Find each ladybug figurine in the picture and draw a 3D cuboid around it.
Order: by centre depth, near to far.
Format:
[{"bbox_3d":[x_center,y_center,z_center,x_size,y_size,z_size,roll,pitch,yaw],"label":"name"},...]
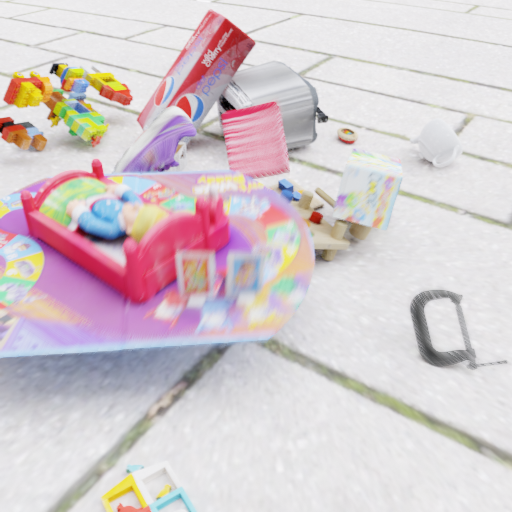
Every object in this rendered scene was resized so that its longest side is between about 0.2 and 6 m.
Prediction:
[{"bbox_3d":[2.409,-3.155,14.770,0.485,0.257,0.714,-16,40,-20],"label":"ladybug figurine"}]

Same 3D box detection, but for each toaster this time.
[{"bbox_3d":[0.249,-3.709,14.318,2.005,1.764,3.104,-18,43,-16],"label":"toaster"}]

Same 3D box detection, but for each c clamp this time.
[{"bbox_3d":[2.991,1.119,8.521,1.156,1.354,0.183,-21,-8,22],"label":"c clamp"}]

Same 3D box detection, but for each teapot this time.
[{"bbox_3d":[4.375,-2.678,13.639,0.880,1.205,1.190,-37,82,10],"label":"teapot"}]

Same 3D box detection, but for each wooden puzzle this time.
[{"bbox_3d":[0.600,-1.284,12.253,1.389,0.322,1.287,-20,41,-24],"label":"wooden puzzle"}]

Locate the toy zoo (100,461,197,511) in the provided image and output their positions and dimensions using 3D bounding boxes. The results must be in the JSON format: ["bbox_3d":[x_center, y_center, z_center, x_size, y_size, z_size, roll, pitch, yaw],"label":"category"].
[{"bbox_3d":[-1.253,3.051,6.687,0.906,0.141,1.382,-22,43,-26],"label":"toy zoo"}]

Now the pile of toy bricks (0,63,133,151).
[{"bbox_3d":[-4.645,-3.549,14.327,1.926,2.164,3.901,38,27,3],"label":"pile of toy bricks"}]

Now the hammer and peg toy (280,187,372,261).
[{"bbox_3d":[0.972,-0.628,10.863,2.378,0.839,1.749,0,32,-34],"label":"hammer and peg toy"}]

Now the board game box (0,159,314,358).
[{"bbox_3d":[-1.927,-0.592,8.579,5.696,1.109,4.501,-2,38,-6],"label":"board game box"}]

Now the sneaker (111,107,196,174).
[{"bbox_3d":[-2.229,-2.034,11.886,2.408,1.005,0.971,-46,13,5],"label":"sneaker"}]

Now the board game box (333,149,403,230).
[{"bbox_3d":[2.187,-1.356,10.921,1.032,1.051,2.004,15,21,7],"label":"board game box"}]

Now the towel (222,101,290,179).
[{"bbox_3d":[-0.023,-2.304,11.239,1.206,0.188,1.668,-10,67,4],"label":"towel"}]

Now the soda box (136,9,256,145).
[{"bbox_3d":[-1.534,-4.265,13.823,1.066,3.362,1.177,25,18,-38],"label":"soda box"}]

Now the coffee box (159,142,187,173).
[{"bbox_3d":[-2.291,-2.105,13.084,0.886,0.617,1.548,9,38,12],"label":"coffee box"}]
